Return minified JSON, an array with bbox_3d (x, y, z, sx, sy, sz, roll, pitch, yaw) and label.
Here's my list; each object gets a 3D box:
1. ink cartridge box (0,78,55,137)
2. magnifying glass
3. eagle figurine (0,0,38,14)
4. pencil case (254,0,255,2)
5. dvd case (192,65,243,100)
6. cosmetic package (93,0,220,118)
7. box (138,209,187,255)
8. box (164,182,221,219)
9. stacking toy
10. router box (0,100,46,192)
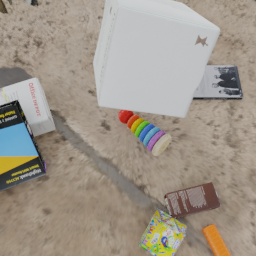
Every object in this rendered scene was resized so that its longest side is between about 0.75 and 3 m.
[{"bbox_3d":[-3.457,-0.402,8.424,2.148,0.909,1.552,-20,68,-7],"label":"ink cartridge box"},{"bbox_3d":[2.694,3.844,6.856,1.178,0.332,2.960,-22,69,-9],"label":"magnifying glass"},{"bbox_3d":[-2.482,-3.351,6.185,1.386,1.379,1.827,-19,30,37],"label":"eagle figurine"},{"bbox_3d":[5.354,-5.326,10.962,0.995,0.387,0.445,-30,79,-13],"label":"pencil case"},{"bbox_3d":[2.866,-1.528,9.327,1.700,0.210,1.278,0,66,0],"label":"dvd case"},{"bbox_3d":[0.379,-1.709,6.080,1.927,1.939,2.317,7,32,-14],"label":"cosmetic package"},{"bbox_3d":[0.873,2.695,7.001,0.866,0.549,0.899,29,102,12],"label":"box"},{"bbox_3d":[1.717,1.976,7.581,1.348,0.505,0.675,-13,66,-4],"label":"box"},{"bbox_3d":[0.396,0.017,8.379,1.786,0.762,0.762,39,71,20],"label":"stacking toy"},{"bbox_3d":[-3.878,0.718,7.363,2.837,0.724,2.116,-20,111,-8],"label":"router box"}]
